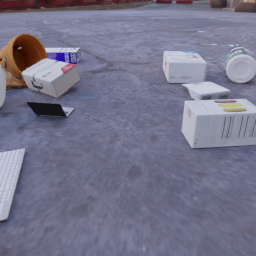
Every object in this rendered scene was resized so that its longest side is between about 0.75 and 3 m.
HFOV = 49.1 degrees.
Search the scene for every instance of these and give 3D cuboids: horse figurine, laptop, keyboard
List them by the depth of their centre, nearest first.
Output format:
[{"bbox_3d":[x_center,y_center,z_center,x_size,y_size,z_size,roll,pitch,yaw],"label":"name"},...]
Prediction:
[{"bbox_3d":[-2.665,1.115,5.891,0.670,0.127,2.379,-5,28,-9],"label":"keyboard"},{"bbox_3d":[-2.395,-0.703,8.818,1.065,0.659,1.138,5,28,8],"label":"laptop"},{"bbox_3d":[-5.186,-1.948,10.701,0.628,1.667,2.516,-29,3,46],"label":"horse figurine"}]

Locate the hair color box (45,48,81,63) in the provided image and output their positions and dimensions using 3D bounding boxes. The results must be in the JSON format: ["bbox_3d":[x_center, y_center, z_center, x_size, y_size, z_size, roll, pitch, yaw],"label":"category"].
[{"bbox_3d":[-3.610,-3.863,14.928,2.024,0.656,1.106,-1,27,2],"label":"hair color box"}]

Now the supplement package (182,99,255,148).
[{"bbox_3d":[2.433,-0.145,7.401,1.747,0.957,0.994,-3,28,-7],"label":"supplement package"}]

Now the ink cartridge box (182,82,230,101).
[{"bbox_3d":[2.871,-1.372,10.532,1.238,0.383,1.526,-8,21,-13],"label":"ink cartridge box"}]

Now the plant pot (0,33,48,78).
[{"bbox_3d":[-4.643,-2.969,12.151,1.336,1.909,1.909,-4,22,31],"label":"plant pot"}]

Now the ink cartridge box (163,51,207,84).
[{"bbox_3d":[2.453,-2.746,12.455,1.575,0.922,2.179,0,29,0],"label":"ink cartridge box"}]

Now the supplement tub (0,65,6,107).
[{"bbox_3d":[-5.437,-1.375,8.802,2.563,1.854,1.854,0,27,-2],"label":"supplement tub"}]

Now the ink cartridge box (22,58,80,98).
[{"bbox_3d":[-2.978,-1.978,10.869,1.795,0.744,1.317,20,49,33],"label":"ink cartridge box"}]

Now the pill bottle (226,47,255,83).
[{"bbox_3d":[4.935,-2.840,12.337,1.209,1.209,2.137,8,28,14],"label":"pill bottle"}]
